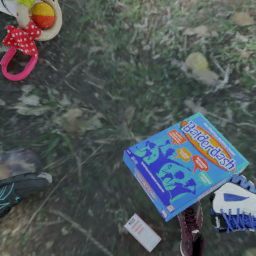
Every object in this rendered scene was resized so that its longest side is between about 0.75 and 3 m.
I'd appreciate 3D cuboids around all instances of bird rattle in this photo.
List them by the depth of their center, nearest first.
[{"bbox_3d":[-2.983,-3.570,9.036,1.998,1.380,2.450,-19,105,-42],"label":"bird rattle"}]

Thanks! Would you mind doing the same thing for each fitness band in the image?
[{"bbox_3d":[-3.636,-2.224,9.375,0.985,0.257,1.371,23,73,4],"label":"fitness band"}]

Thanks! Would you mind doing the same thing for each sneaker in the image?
[{"bbox_3d":[1.854,1.382,4.336,0.957,1.656,0.669,-26,111,-16],"label":"sneaker"},{"bbox_3d":[1.750,2.540,7.398,0.721,1.101,1.907,-3,72,-1],"label":"sneaker"},{"bbox_3d":[-3.406,1.918,7.777,2.781,1.048,1.102,-14,85,3],"label":"sneaker"}]

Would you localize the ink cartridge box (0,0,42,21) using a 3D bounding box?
[{"bbox_3d":[-3.982,-4.845,9.850,2.134,0.899,1.543,24,74,7],"label":"ink cartridge box"}]

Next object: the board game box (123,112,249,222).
[{"bbox_3d":[1.202,0.711,5.945,2.100,0.472,1.597,-26,59,-22],"label":"board game box"}]

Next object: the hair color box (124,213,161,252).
[{"bbox_3d":[0.396,2.874,7.716,0.969,0.297,0.492,43,78,11],"label":"hair color box"}]
